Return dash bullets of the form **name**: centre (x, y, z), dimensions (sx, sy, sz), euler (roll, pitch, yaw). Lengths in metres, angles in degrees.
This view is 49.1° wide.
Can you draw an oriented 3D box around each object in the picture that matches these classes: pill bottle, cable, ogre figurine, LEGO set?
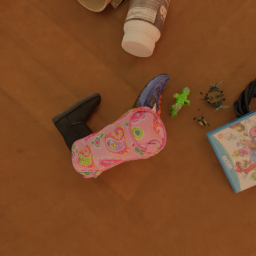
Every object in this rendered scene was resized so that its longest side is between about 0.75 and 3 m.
- **pill bottle**: centre (0.515, -3.207, 8.279), dimensions (1.120, 1.120, 1.968), euler (15, 82, 2)
- **cable**: centre (4.355, -0.635, 7.883), dimensions (2.643, 0.671, 2.157), euler (5, 98, 9)
- **ogre figurine**: centre (1.544, -0.800, 8.156), dimensions (1.017, 0.610, 0.499), euler (-40, 84, -7)
- **LEGO set**: centre (2.452, -0.736, 8.333), dimensions (1.404, 0.398, 0.911), euler (-45, 82, 7)

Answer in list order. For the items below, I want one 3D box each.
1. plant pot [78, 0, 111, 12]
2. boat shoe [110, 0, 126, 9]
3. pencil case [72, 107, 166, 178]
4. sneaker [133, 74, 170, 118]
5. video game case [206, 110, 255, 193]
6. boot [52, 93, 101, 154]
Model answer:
- **plant pot**: centre (-0.670, -4.837, 8.341), dimensions (1.828, 1.828, 1.951), euler (41, 70, 6)
- **boat shoe**: centre (-0.091, -4.120, 8.833), dimensions (0.960, 0.352, 0.301), euler (-34, 87, 5)
- **pencil case**: centre (-0.329, 0.431, 6.448), dimensions (1.124, 2.572, 1.124), euler (19, 59, -34)
- **sneaker**: centre (0.575, -0.383, 8.026), dimensions (0.994, 0.955, 2.535), euler (27, 91, -3)
- **video game case**: centre (3.762, 0.421, 7.653), dimensions (2.629, 0.234, 1.881), euler (-27, 94, 11)
- **boot**: centre (-1.013, 0.199, 7.961), dimensions (1.611, 0.642, 1.955), euler (-33, 81, 1)
